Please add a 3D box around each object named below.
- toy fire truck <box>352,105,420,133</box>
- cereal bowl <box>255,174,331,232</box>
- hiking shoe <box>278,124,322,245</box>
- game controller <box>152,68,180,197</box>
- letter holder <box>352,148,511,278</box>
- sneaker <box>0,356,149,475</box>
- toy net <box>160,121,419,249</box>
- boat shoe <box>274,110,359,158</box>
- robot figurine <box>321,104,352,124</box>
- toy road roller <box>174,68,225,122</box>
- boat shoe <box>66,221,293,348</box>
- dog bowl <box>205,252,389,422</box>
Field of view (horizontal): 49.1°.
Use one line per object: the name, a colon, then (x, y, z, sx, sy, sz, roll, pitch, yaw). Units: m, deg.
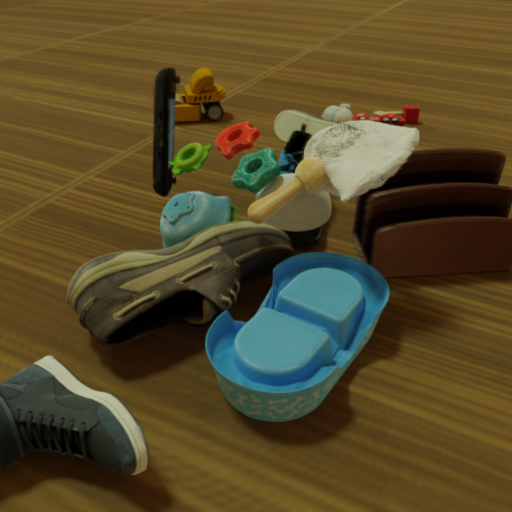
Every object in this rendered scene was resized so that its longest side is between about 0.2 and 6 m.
toy fire truck: (2.968, -3.124, 12.839, 1.571, 0.383, 1.108, 3, 34, 6)
cereal bowl: (0.537, -0.820, 8.036, 1.100, 1.100, 0.458, 4, 59, 5)
hiking shoe: (0.640, -1.168, 9.271, 0.913, 1.064, 2.454, 1, 40, -2)
game controller: (-1.487, -2.030, 9.257, 0.433, 2.056, 1.073, 1, 18, -11)
letter holder: (2.646, -0.645, 8.126, 2.173, 1.545, 1.093, -3, 36, -5)
sneaker: (-2.074, 1.748, 5.230, 2.000, 0.761, 1.445, 16, 26, 38)
toy net: (0.341, -1.096, 7.742, 3.949, 0.763, 2.071, -10, 48, 28)
boat shoe: (1.461, -2.275, 11.160, 2.358, 0.859, 0.729, 32, 26, 27)
robot figurine: (1.836, -3.104, 12.637, 0.492, 0.739, 0.871, 27, 5, -33)
toy road roller: (-1.462, -3.812, 13.229, 1.473, 1.075, 0.905, -7, 35, -10)
boat shoe: (-0.788, 0.445, 7.196, 3.044, 1.134, 1.116, -17, 59, -24)
dog bowl: (0.544, 0.901, 6.689, 1.492, 0.664, 2.677, 21, 40, 28)
